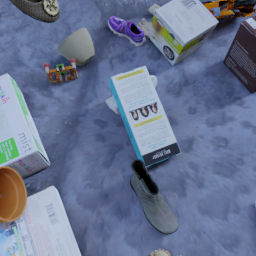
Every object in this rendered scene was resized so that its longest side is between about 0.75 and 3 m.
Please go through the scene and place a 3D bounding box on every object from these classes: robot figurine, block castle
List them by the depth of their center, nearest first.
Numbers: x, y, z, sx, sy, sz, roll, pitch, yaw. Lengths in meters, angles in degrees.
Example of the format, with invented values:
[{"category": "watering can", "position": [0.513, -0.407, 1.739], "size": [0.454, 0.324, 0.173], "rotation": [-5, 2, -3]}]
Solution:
[{"category": "block castle", "position": [-2.022, -1.757, 8.532], "size": [0.959, 0.641, 0.450], "rotation": [-12, 65, -7]}, {"category": "robot figurine", "position": [3.173, -3.920, 9.287], "size": [2.229, 0.649, 1.616], "rotation": [-12, 22, -12]}]

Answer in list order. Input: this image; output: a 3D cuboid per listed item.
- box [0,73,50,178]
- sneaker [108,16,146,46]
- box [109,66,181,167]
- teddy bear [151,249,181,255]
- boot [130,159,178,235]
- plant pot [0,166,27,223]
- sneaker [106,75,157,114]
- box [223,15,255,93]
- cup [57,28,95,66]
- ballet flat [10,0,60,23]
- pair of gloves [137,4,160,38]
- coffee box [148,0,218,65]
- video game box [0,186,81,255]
[{"category": "box", "position": [-3.582, 0.231, 7.299], "size": [2.231, 1.222, 2.528], "rotation": [-25, 66, -9]}, {"category": "sneaker", "position": [-0.005, -3.357, 9.287], "size": [1.504, 0.627, 0.606], "rotation": [35, 69, 16]}, {"category": "box", "position": [0.416, -0.290, 7.459], "size": [1.029, 0.615, 2.501], "rotation": [-20, 84, -11]}, {"category": "teddy bear", "position": [0.763, 3.672, 6.079], "size": [1.415, 0.652, 1.952], "rotation": [6, 57, -5]}, {"category": "boot", "position": [0.573, 1.668, 6.626], "size": [0.611, 1.178, 1.803], "rotation": [-31, 69, -14]}, {"category": "plant pot", "position": [-2.955, 1.535, 6.158], "size": [0.842, 1.203, 1.203], "rotation": [-19, 64, 15]}, {"category": "sneaker", "position": [0.083, -1.130, 8.312], "size": [1.701, 0.640, 0.753], "rotation": [-36, 48, -19]}, {"category": "box", "position": [3.989, -2.247, 8.146], "size": [1.437, 1.749, 1.451], "rotation": [-28, 69, -12]}, {"category": "cup", "position": [-1.498, -2.430, 8.700], "size": [1.126, 1.126, 0.805], "rotation": [-41, 99, -17]}, {"category": "ballet flat", "position": [-2.442, -3.251, 5.950], "size": [0.604, 2.605, 0.878], "rotation": [-14, 55, 37]}, {"category": "pair of gloves", "position": [1.010, -3.547, 9.596], "size": [1.143, 0.236, 1.345], "rotation": [34, 74, 9]}, {"category": "coffee box", "position": [1.621, -3.034, 8.646], "size": [1.348, 1.333, 1.346], "rotation": [-36, 81, -15]}, {"category": "video game box", "position": [-2.348, 3.055, 6.287], "size": [2.461, 0.632, 2.701], "rotation": [-22, 67, -12]}]
